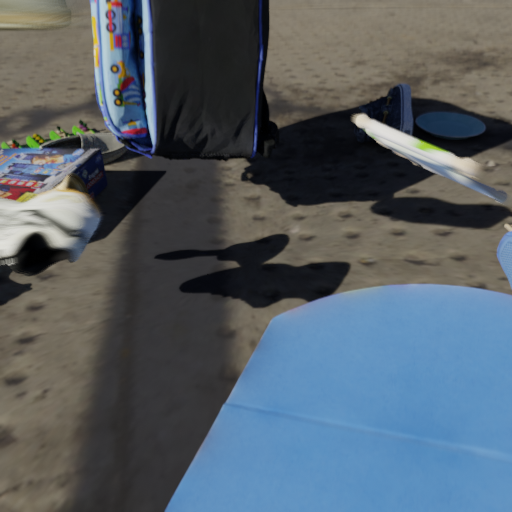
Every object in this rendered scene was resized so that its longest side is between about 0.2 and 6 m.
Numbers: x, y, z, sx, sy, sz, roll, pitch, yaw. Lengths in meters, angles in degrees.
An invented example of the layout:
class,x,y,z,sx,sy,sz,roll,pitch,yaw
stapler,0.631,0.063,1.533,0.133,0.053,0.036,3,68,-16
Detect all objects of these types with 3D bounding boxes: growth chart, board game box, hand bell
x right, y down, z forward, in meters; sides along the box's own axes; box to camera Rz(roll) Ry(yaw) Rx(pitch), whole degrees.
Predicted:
class,x,y,z,sx,sy,sz,roll,pitch,yaw
growth chart,2.014,-1.091,6.465,1.633,0.200,2.256,35,15,31
board game box,-4.487,-1.134,9.850,2.673,0.825,2.675,8,35,13
board game box,1.487,2.030,5.162,3.835,0.945,4.855,4,34,23
hand bell,-2.837,-0.552,6.891,1.403,0.730,0.730,-7,34,6

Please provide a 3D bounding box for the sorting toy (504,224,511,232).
class,x,y,z,sx,sy,sz,roll,pitch,yaw
sorting toy,4.963,-0.332,9.122,1.335,0.323,2.371,-7,35,-10

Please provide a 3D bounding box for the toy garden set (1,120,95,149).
class,x,y,z,sx,sy,sz,roll,pitch,yaw
toy garden set,-4.330,-2.456,12.166,1.940,0.387,1.618,-23,40,-29

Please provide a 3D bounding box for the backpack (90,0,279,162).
class,x,y,z,sx,sy,sz,roll,pitch,yaw
backpack,-1.291,-3.602,9.139,2.704,3.669,4.019,-4,24,-15

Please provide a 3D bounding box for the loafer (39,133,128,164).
class,x,y,z,sx,sy,sz,roll,pitch,yaw
loafer,-3.491,-2.204,11.458,1.856,0.648,0.649,-22,68,-24

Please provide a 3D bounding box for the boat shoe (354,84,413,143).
class,x,y,z,sx,sy,sz,roll,pitch,yaw
boat shoe,2.925,-3.356,12.977,1.184,0.923,2.609,8,37,5

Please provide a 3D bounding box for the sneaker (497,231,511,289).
class,x,y,z,sx,sy,sz,roll,pitch,yaw
sneaker,3.581,0.692,6.759,1.509,1.330,3.385,2,35,-1

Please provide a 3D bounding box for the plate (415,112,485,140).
class,x,y,z,sx,sy,sz,roll,pitch,yaw
plate,4.546,-3.023,13.171,1.581,0.202,1.581,0,33,0

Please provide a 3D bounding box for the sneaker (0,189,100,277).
class,x,y,z,sx,sy,sz,roll,pitch,yaw
sneaker,-2.488,-0.155,5.710,1.784,0.675,0.782,-12,49,20

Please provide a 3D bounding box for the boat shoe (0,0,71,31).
class,x,y,z,sx,sy,sz,roll,pitch,yaw
boat shoe,-2.311,-2.023,4.651,1.923,0.605,0.701,-1,41,32
